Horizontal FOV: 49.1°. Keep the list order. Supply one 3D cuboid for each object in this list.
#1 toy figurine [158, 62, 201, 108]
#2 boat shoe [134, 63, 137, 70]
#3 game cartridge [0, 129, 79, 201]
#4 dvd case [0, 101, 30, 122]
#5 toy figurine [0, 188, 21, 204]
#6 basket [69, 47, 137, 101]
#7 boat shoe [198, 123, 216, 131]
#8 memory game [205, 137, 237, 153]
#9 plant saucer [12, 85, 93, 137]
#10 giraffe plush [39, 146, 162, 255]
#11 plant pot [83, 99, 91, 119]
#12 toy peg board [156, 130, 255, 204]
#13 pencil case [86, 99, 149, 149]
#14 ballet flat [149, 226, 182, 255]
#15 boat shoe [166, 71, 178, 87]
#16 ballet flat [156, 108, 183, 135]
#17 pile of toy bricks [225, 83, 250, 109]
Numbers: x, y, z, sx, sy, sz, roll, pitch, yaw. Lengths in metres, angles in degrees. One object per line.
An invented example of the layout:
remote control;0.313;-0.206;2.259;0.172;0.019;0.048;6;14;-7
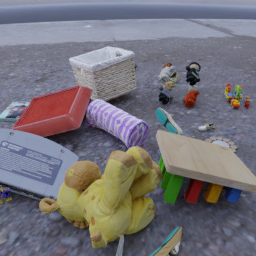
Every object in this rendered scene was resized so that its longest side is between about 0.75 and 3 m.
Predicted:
toy figurine;2.425;-2.117;13.291;1.981;2.012;1.400;7;46;17
boat shoe;0.237;-3.891;17.760;0.494;0.417;1.385;12;33;20
game cartridge;-2.961;1.043;8.327;2.759;0.564;1.836;20;52;-7
dvd case;-5.006;-0.779;12.825;1.237;0.186;1.694;3;30;5
toy figurine;-3.567;1.778;8.310;0.970;0.512;0.581;-19;31;-30
basket;-1.198;-2.670;13.830;2.471;1.987;2.448;-24;32;-27
boat shoe;3.254;-0.057;11.551;0.753;0.258;0.281;-9;32;-14
memory game;3.463;0.666;10.529;1.212;0.077;1.212;0;30;0
plant saucer;-3.116;-0.718;11.373;2.987;0.548;2.982;-13;33;13
giraffe plush;-0.780;1.744;7.186;2.320;2.468;2.860;10;67;35
plant pot;-2.242;-0.759;12.027;1.197;1.197;1.280;0;44;0
toy peg board;2.062;1.325;8.353;2.547;1.251;2.558;14;19;-6
pencil case;-0.523;-0.183;10.870;2.829;1.209;1.187;28;-1;41
ballet flat;0.907;2.903;6.585;1.410;0.484;0.444;-30;70;-36
boat shoe;2.503;-2.752;15.815;0.548;0.473;1.502;15;34;24
ballet flat;1.499;-0.190;10.186;0.429;0.464;1.375;-5;51;-38
pile of toy bricks;5.357;-1.686;13.642;0.997;0.887;1.797;2;31;3
